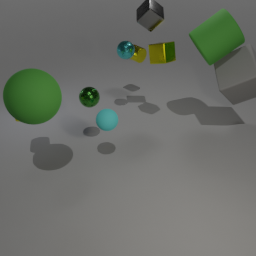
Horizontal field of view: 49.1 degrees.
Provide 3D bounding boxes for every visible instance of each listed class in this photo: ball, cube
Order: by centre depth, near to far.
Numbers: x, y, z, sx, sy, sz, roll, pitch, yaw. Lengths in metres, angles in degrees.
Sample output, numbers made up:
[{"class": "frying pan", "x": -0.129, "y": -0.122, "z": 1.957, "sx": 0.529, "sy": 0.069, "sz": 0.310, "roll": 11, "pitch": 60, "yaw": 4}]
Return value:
[{"class": "ball", "x": -2.385, "y": -0.786, "z": 7.054, "sx": 1.400, "sy": 1.400, "sz": 1.400, "roll": 0, "pitch": 31, "yaw": 0}, {"class": "ball", "x": -0.652, "y": -0.253, "z": 8.731, "sx": 0.700, "sy": 0.700, "sz": 0.700, "roll": 0, "pitch": 31, "yaw": 0}, {"class": "ball", "x": -1.300, "y": -1.039, "z": 9.427, "sx": 0.700, "sy": 0.700, "sz": 0.700, "roll": 0, "pitch": 31, "yaw": 0}, {"class": "cube", "x": 0.776, "y": -3.982, "z": 9.827, "sx": 0.700, "sy": 0.700, "sz": 0.700, "roll": 24, "pitch": 51, "yaw": -32}, {"class": "cube", "x": 1.243, "y": -2.731, "z": 10.175, "sx": 0.700, "sy": 0.700, "sz": 0.700, "roll": 9, "pitch": 24, "yaw": 41}, {"class": "cube", "x": 4.157, "y": -1.914, "z": 10.286, "sx": 1.400, "sy": 1.400, "sz": 1.400, "roll": -21, "pitch": 59, "yaw": 34}, {"class": "ball", "x": -0.090, "y": -3.010, "z": 10.825, "sx": 0.700, "sy": 0.700, "sz": 0.700, "roll": 0, "pitch": 31, "yaw": 0}]

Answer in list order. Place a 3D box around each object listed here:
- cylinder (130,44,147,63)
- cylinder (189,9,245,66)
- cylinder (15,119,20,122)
[{"class": "cylinder", "x": 0.392, "y": -3.470, "z": 13.055, "sx": 0.700, "sy": 0.700, "sz": 0.700, "roll": -27, "pitch": 45, "yaw": -37}, {"class": "cylinder", "x": 3.105, "y": -3.173, "z": 9.870, "sx": 1.400, "sy": 1.400, "sz": 1.400, "roll": -34, "pitch": 26, "yaw": 18}, {"class": "cylinder", "x": -3.131, "y": -0.595, "z": 8.598, "sx": 0.700, "sy": 0.700, "sz": 0.700, "roll": -9, "pitch": -3, "yaw": 0}]
